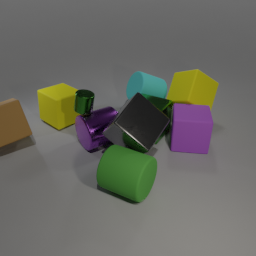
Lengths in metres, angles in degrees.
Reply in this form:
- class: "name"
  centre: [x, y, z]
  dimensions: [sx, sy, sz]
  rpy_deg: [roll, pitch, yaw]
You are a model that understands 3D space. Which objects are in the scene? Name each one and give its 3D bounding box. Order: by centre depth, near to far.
- class: "cylinder"
  centre: [-0.012, 1.362, 8.559]
  dimensions: [1.400, 1.400, 1.400]
  rpy_deg: [16, 35, 25]
- class: "cube"
  centre: [0.231, -0.044, 9.229]
  dimensions: [1.400, 1.400, 1.400]
  rpy_deg: [40, 65, -7]
- class: "cylinder"
  centre: [-1.602, -0.953, 10.237]
  dimensions: [0.700, 0.700, 0.700]
  rpy_deg: [9, 31, -6]
- class: "cube"
  centre: [-4.649, -0.219, 10.568]
  dimensions: [1.400, 1.400, 1.400]
  rpy_deg: [-25, 19, -24]
- class: "cylinder"
  centre: [-1.128, -0.001, 10.820]
  dimensions: [1.400, 1.400, 1.400]
  rpy_deg: [-19, 36, -28]
- class: "cube"
  centre: [2.409, 0.004, 10.822]
  dimensions: [1.400, 1.400, 1.400]
  rpy_deg: [4, 31, 7]
- class: "cube"
  centre: [0.879, -0.411, 11.512]
  dimensions: [1.400, 1.400, 1.400]
  rpy_deg: [17, 35, 26]
- class: "cube"
  centre: [2.723, -1.506, 11.931]
  dimensions: [1.400, 1.400, 1.400]
  rpy_deg: [23, -9, -31]
- class: "cube"
  centre: [-2.953, -0.993, 12.345]
  dimensions: [1.400, 1.400, 1.400]
  rpy_deg: [26, 36, 33]
- class: "cylinder"
  centre: [0.862, -1.779, 13.048]
  dimensions: [1.400, 1.400, 1.400]
  rpy_deg: [11, 22, -32]
